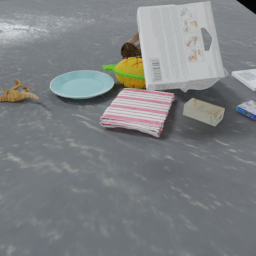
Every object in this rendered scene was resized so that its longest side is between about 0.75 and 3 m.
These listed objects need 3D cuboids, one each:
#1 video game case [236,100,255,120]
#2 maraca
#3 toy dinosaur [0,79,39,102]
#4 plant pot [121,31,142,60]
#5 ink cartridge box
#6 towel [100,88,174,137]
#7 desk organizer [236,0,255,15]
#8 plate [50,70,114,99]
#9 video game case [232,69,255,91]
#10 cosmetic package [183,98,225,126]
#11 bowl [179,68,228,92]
[{"bbox_3d":[3.843,-0.541,8.505,0.705,0.177,0.777,-20,39,-27],"label":"video game case"},{"bbox_3d":[0.058,-1.974,9.854,1.986,1.063,1.362,19,20,24],"label":"maraca"},{"bbox_3d":[-3.529,-1.082,9.137,1.896,0.573,1.007,-3,51,11],"label":"toy dinosaur"},{"bbox_3d":[0.542,-3.280,11.588,1.459,1.459,1.444,24,48,31],"label":"plant pot"},{"bbox_3d":[1.315,-2.135,7.277,1.929,0.489,2.189,-6,78,-3],"label":"ink cartridge box"},{"bbox_3d":[0.367,-0.577,8.470,1.753,0.358,2.396,10,32,14],"label":"towel"},{"bbox_3d":[2.610,-2.766,5.551,2.222,0.856,0.797,45,36,14],"label":"desk organizer"},{"bbox_3d":[-1.589,-1.480,9.819,2.221,0.284,2.221,0,33,0],"label":"plate"},{"bbox_3d":[4.855,-1.817,10.404,1.357,0.177,1.491,-8,35,-11],"label":"video game case"},{"bbox_3d":[2.219,-0.479,8.238,1.045,0.382,0.541,24,40,29],"label":"cosmetic package"},{"bbox_3d":[1.764,-2.113,9.346,2.871,1.291,2.871,34,15,-11],"label":"bowl"}]
